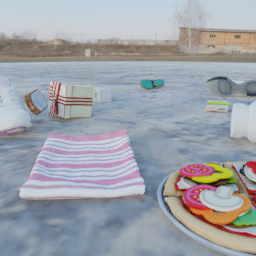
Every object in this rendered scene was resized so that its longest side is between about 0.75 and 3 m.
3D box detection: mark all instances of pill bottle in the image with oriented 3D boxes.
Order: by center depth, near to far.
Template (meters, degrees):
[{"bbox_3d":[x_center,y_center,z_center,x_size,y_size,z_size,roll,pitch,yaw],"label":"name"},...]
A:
[{"bbox_3d":[3.453,-0.121,6.707,1.801,1.048,1.048,4,17,16],"label":"pill bottle"}]

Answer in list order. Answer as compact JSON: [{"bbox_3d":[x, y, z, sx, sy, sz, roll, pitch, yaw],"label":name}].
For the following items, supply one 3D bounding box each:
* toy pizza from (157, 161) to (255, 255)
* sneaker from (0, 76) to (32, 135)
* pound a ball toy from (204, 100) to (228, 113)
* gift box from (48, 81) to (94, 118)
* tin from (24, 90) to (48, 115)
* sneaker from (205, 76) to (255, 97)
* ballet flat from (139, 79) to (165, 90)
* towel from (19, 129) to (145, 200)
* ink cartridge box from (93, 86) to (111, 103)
[{"bbox_3d":[1.740,0.945,4.112,2.601,0.412,2.601,0,16,0],"label":"toy pizza"},{"bbox_3d":[-3.568,-0.673,7.864,1.097,1.459,2.929,-12,21,-34],"label":"sneaker"},{"bbox_3d":[3.162,-0.696,10.095,0.837,0.356,0.546,3,42,9],"label":"pound a ball toy"},{"bbox_3d":[-2.020,-0.919,9.322,1.225,1.211,1.312,-4,11,-44],"label":"gift box"},{"bbox_3d":[-2.606,-0.756,7.988,0.236,0.631,1.127,-30,17,7],"label":"tin"},{"bbox_3d":[5.012,-1.890,13.446,2.604,0.970,1.134,9,5,8],"label":"sneaker"},{"bbox_3d":[1.265,-2.392,15.693,1.803,0.619,0.568,-8,-10,-34],"label":"ballet flat"},{"bbox_3d":[-0.810,0.581,5.429,1.939,0.396,2.650,-2,16,-5],"label":"towel"},{"bbox_3d":[-1.174,-1.452,12.111,0.585,0.582,0.805,-13,21,-38],"label":"ink cartridge box"}]
